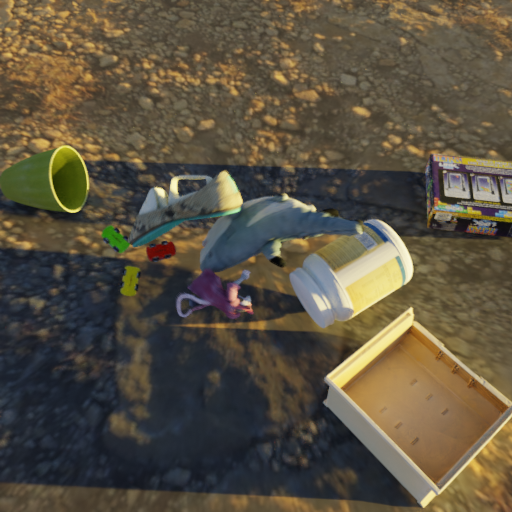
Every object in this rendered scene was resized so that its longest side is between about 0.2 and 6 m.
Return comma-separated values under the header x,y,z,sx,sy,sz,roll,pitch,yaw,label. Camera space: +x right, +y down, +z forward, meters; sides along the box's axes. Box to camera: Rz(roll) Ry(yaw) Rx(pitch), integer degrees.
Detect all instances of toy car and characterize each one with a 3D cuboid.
x,y,z,sx,sy,sz,roll,pitch,yaw,label
-2.433,-0.060,10.838,1.306,0.310,1.388,43,72,-3,toy car

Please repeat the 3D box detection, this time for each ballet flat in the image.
x,y,z,sx,sy,sz,roll,pitch,yaw,label
-1.364,-0.894,9.799,2.457,0.925,0.833,-17,4,30,ballet flat

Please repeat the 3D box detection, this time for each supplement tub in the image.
x,y,z,sx,sy,sz,roll,pitch,yaw,label
1.700,0.332,10.169,1.886,1.364,1.364,-30,57,-9,supplement tub

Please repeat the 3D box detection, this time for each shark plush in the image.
x,y,z,sx,sy,sz,roll,pitch,yaw,label
0.425,-0.309,9.966,3.087,1.402,1.286,2,67,20,shark plush

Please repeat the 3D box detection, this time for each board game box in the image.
x,y,z,sx,sy,sz,roll,pitch,yaw,label
4.797,-1.303,12.039,2.170,0.615,1.794,8,51,6,board game box

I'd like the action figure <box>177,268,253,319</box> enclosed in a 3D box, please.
x,y,z,sx,sy,sz,roll,pitch,yaw,label
-0.625,0.726,9.785,1.336,0.895,0.995,22,36,37,action figure

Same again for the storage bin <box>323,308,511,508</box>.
x,y,z,sx,sy,sz,roll,pitch,yaw,label
2.613,2.306,8.942,2.212,1.044,2.228,-34,59,-23,storage bin

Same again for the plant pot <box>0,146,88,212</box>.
x,y,z,sx,sy,sz,roll,pitch,yaw,label
-4.600,-1.568,11.930,1.473,1.379,1.379,-3,51,15,plant pot
